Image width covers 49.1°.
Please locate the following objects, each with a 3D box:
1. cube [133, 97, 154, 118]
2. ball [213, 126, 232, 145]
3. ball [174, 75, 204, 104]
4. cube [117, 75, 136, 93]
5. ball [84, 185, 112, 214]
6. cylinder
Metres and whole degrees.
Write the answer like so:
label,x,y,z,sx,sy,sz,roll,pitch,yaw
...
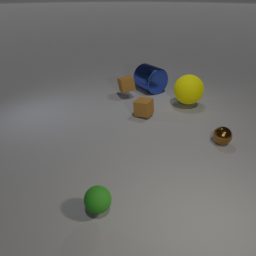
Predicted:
label,x,y,z,sx,sy,sz,roll,pitch,yaw
cube,0.709,-0.933,12.554,0.700,0.700,0.700,10,31,28
ball,3.522,0.288,10.438,0.700,0.700,0.700,0,28,0
ball,2.893,-1.828,13.340,1.400,1.400,1.400,0,28,0
cube,-0.085,-2.261,14.389,0.700,0.700,0.700,-16,21,-12
ball,-0.762,1.799,7.049,0.700,0.700,0.700,0,28,0
cylinder,1.235,-2.713,15.375,1.400,1.400,1.400,-17,32,-29
